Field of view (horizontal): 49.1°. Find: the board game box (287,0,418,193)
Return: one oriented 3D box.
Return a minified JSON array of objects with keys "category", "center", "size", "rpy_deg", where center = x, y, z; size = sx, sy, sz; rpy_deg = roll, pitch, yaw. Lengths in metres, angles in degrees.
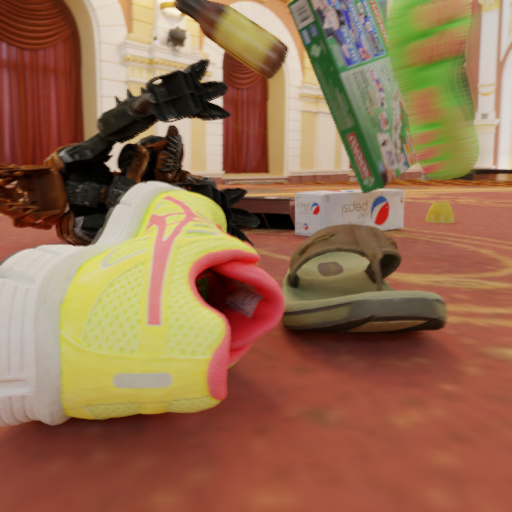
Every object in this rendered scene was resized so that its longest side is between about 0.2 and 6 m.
[{"category":"board game box","center":[2.143,-3.304,10.820],"size":[0.531,3.650,2.456],"rpy_deg":[-15,13,43]}]

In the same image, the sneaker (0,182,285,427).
[{"category":"sneaker","center":[-0.449,0.238,3.728],"size":[1.328,1.149,2.940],"rpy_deg":[3,19,8]}]

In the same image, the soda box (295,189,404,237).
[{"category":"soda box","center":[1.978,-0.919,11.579],"size":[2.561,0.872,0.815],"rpy_deg":[-8,12,-39]}]

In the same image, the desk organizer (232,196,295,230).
[{"category":"desk organizer","center":[-0.075,-0.897,11.935],"size":[1.863,0.717,0.668],"rpy_deg":[3,9,17]}]

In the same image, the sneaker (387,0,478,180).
[{"category":"sneaker","center":[2.748,-2.835,8.814],"size":[1.241,3.233,1.354],"rpy_deg":[-5,19,14]}]

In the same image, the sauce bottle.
[{"category":"sauce bottle","center":[-0.497,-4.241,10.495],"size":[2.327,0.768,0.768],"rpy_deg":[37,15,6]}]

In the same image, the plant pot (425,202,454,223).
[{"category":"plant pot","center":[4.574,-1.079,13.902],"size":[0.689,0.489,0.689],"rpy_deg":[0,9,0]}]

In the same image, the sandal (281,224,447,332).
[{"category":"sandal","center":[0.747,0.105,5.043],"size":[1.168,0.839,2.940],"rpy_deg":[-1,9,-4]}]

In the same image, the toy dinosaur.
[{"category":"toy dinosaur","center":[-2.179,-0.962,9.030],"size":[3.777,2.843,5.566],"rpy_deg":[-14,18,31]}]
